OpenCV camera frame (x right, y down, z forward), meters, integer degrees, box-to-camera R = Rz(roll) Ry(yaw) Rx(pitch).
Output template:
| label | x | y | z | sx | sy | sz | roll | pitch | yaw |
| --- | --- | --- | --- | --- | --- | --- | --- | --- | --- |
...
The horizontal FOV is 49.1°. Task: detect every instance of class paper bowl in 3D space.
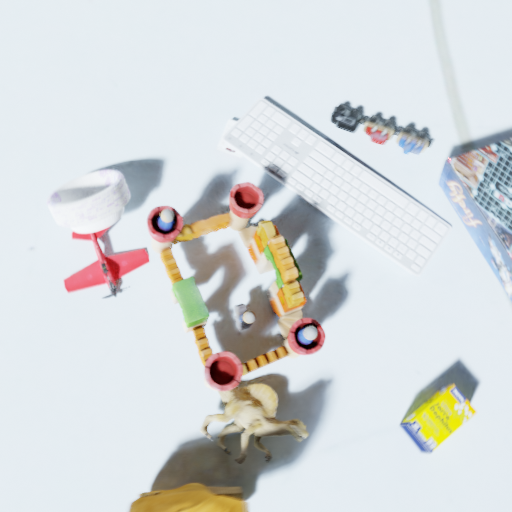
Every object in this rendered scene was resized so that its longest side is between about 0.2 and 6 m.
| label | x | y | z | sx | sy | sz | roll | pitch | yaw |
| --- | --- | --- | --- | --- | --- | --- | --- | --- | --- |
| paper bowl | -3.144 | -0.987 | 10.719 | 1.502 | 0.781 | 1.502 | -11 | 30 | 7 |

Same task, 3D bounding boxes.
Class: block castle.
| label | x | y | z | sx | sy | sz | roll | pitch | yaw |
| --- | --- | --- | --- | --- | --- | --- | --- | --- | --- |
| block castle | -0.378 | 0.500 | 9.846 | 2.245 | 1.576 | 3.360 | -18 | 74 | -18 |

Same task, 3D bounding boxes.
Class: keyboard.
| label | x | y | z | sx | sy | sz | roll | pitch | yaw |
| --- | --- | --- | --- | --- | --- | --- | --- | --- | --- |
| keyboard | 1.601 | -1.467 | 11.307 | 4.806 | 0.256 | 1.353 | 36 | 76 | 8 |

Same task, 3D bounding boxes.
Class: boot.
| label | x | y | z | sx | sy | sz | roll | pitch | yaw |
| --- | --- | --- | --- | --- | --- | --- | --- | --- | --- |
| boot | -1.038 | 4.111 | 8.417 | 1.873 | 2.616 | 0.920 | -3 | 85 | -8 |

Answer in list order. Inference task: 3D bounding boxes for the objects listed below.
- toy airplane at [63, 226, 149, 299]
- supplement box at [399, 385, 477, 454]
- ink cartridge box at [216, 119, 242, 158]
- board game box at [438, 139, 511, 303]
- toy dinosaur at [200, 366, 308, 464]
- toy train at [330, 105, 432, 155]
| label | x | y | z | sx | sy | sz | roll | pitch | yaw |
| --- | --- | --- | --- | --- | --- | --- | --- | --- | --- |
| toy airplane | -2.988 | 0.017 | 10.875 | 1.731 | 0.318 | 1.731 | 1 | 72 | -2 |
| supplement box | 3.180 | 2.865 | 9.826 | 1.120 | 0.613 | 0.609 | -36 | 76 | -11 |
| ink cartridge box | -0.432 | -2.445 | 11.743 | 0.594 | 0.209 | 0.731 | 20 | 84 | 6 |
| board game box | 5.913 | -0.248 | 10.215 | 3.198 | 0.817 | 4.721 | -18 | 62 | -6 |
| toy dinosaur | -0.301 | 2.756 | 9.880 | 2.668 | 0.777 | 1.349 | 29 | 70 | 31 |
| toy train | 2.573 | -2.578 | 11.658 | 2.175 | 0.371 | 0.498 | 21 | 81 | 7 |
